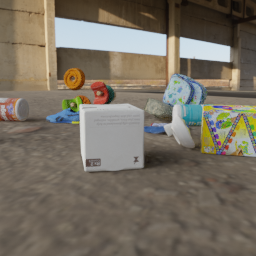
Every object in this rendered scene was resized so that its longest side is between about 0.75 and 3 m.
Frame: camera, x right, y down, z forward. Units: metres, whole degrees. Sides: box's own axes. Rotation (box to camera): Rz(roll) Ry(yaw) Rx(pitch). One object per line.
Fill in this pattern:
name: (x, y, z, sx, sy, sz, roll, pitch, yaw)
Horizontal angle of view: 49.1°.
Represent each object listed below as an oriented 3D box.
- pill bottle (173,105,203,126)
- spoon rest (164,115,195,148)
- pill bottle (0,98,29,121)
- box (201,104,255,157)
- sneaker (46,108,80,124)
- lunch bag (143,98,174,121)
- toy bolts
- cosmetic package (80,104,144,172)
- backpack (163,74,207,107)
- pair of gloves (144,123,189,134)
pill bottle: (2.839, -0.564, 12.241, 1.661, 0.920, 0.920, 0, 10, 0)
spoon rest: (1.666, 0.048, 8.840, 0.667, 1.093, 2.200, -29, 6, -1)
pill bottle: (-5.936, -0.898, 13.605, 1.957, 1.098, 1.098, 1, 10, 11)
box: (3.140, 0.008, 8.245, 1.886, 1.194, 1.958, 3, 11, 14)
sneaker: (-2.921, -0.592, 13.004, 1.864, 0.731, 0.615, 1, 12, 14)
lunch bag: (1.626, -0.821, 13.373, 1.116, 0.800, 1.360, 12, 13, -41)
toy bolts: (-1.913, -1.884, 14.629, 2.584, 2.468, 1.792, -6, -1, 19)
cosmetic package: (-0.457, 0.149, 6.891, 1.371, 1.372, 1.663, -2, 10, -13)
backpack: (2.752, -1.619, 13.673, 1.866, 1.708, 1.371, 29, 17, 25)
pair of gloves: (1.485, 0.016, 11.002, 1.640, 0.232, 2.039, 2, 9, 22)
